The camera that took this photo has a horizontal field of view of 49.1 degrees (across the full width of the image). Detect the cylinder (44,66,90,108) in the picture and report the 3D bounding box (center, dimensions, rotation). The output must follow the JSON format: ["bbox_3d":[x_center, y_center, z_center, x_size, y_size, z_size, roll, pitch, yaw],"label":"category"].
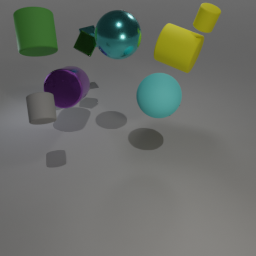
[{"bbox_3d":[-2.242,-1.555,10.461,1.400,1.400,1.400,2,17,3],"label":"cylinder"}]

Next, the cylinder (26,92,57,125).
[{"bbox_3d":[-2.262,-0.504,7.329,0.700,0.700,0.700,-10,-9,-2],"label":"cylinder"}]

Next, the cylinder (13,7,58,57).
[{"bbox_3d":[-3.363,-3.474,10.253,1.400,1.400,1.400,-7,2,0],"label":"cylinder"}]

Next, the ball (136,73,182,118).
[{"bbox_3d":[0.959,-1.000,8.700,1.400,1.400,1.400,0,32,0],"label":"ball"}]

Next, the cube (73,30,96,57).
[{"bbox_3d":[-1.556,-3.156,10.468,0.700,0.700,0.700,26,13,-13],"label":"cube"}]

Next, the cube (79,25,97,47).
[{"bbox_3d":[-1.730,-4.062,12.562,0.700,0.700,0.700,-18,51,-11],"label":"cube"}]

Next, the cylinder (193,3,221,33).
[{"bbox_3d":[2.620,-3.662,9.322,0.700,0.700,0.700,9,48,-10],"label":"cylinder"}]

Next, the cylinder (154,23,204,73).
[{"bbox_3d":[1.864,-2.929,10.308,1.400,1.400,1.400,26,39,14],"label":"cylinder"}]

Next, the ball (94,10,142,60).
[{"bbox_3d":[-0.296,-2.752,8.330,1.400,1.400,1.400,0,32,0],"label":"ball"}]
